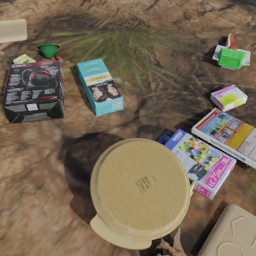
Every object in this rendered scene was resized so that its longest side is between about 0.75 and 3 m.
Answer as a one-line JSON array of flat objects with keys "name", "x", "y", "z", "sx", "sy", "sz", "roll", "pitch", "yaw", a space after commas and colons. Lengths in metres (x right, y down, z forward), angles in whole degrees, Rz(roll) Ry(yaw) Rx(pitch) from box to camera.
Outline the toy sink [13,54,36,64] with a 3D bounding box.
[{"name": "toy sink", "x": -4.434, "y": -2.722, "z": 11.930, "sx": 0.961, "sy": 0.539, "sz": 0.627, "roll": 33, "pitch": 56, "yaw": 26}]

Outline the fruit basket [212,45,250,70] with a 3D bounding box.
[{"name": "fruit basket", "x": 4.579, "y": -3.174, "z": 12.355, "sx": 1.518, "sy": 0.768, "sz": 1.639, "roll": 16, "pitch": 35, "yaw": 14}]

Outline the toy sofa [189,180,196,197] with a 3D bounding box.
[{"name": "toy sofa", "x": 1.110, "y": 1.617, "z": 8.095, "sx": 1.506, "sy": 0.735, "sz": 0.624, "roll": 25, "pitch": 28, "yaw": 21}]

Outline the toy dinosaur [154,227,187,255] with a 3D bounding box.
[{"name": "toy dinosaur", "x": 1.159, "y": 3.289, "z": 6.470, "sx": 1.258, "sy": 0.796, "sz": 1.855, "roll": 25, "pitch": 36, "yaw": 8}]

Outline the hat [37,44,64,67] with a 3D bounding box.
[{"name": "hat", "x": -3.497, "y": -3.142, "z": 12.573, "sx": 1.000, "sy": 1.063, "sz": 1.207, "roll": -8, "pitch": 6, "yaw": -19}]

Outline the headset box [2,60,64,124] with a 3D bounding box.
[{"name": "headset box", "x": -3.433, "y": -1.501, "z": 10.532, "sx": 1.950, "sy": 0.984, "sz": 2.624, "roll": -7, "pitch": 49, "yaw": -6}]

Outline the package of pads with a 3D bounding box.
[{"name": "package of pads", "x": 3.814, "y": -1.127, "z": 10.560, "sx": 1.082, "sy": 0.369, "sz": 0.836, "roll": -23, "pitch": 51, "yaw": -12}]

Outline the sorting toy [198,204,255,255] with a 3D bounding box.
[{"name": "sorting toy", "x": 3.025, "y": 3.087, "z": 6.907, "sx": 2.031, "sy": 0.370, "sz": 1.880, "roll": 27, "pitch": 54, "yaw": 28}]

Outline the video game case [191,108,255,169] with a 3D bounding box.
[{"name": "video game case", "x": 3.591, "y": 0.307, "z": 9.187, "sx": 2.532, "sy": 0.221, "sz": 1.810, "roll": 33, "pitch": 43, "yaw": 25}]

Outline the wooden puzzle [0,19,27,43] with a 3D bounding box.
[{"name": "wooden puzzle", "x": -5.848, "y": -4.815, "z": 14.001, "sx": 1.537, "sy": 0.309, "sz": 1.662, "roll": -11, "pitch": 54, "yaw": -10}]

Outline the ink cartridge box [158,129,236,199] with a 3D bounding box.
[{"name": "ink cartridge box", "x": 1.891, "y": 0.943, "z": 8.715, "sx": 2.439, "sy": 0.512, "sz": 1.455, "roll": 30, "pitch": 54, "yaw": 26}]

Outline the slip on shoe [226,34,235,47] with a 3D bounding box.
[{"name": "slip on shoe", "x": 4.885, "y": -4.154, "z": 13.334, "sx": 0.336, "sy": 0.407, "sz": 1.099, "roll": 20, "pitch": 46, "yaw": 11}]

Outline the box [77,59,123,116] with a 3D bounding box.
[{"name": "box", "x": -1.127, "y": -1.645, "z": 10.901, "sx": 1.069, "sy": 0.638, "sz": 2.597, "roll": -16, "pitch": 50, "yaw": -14}]

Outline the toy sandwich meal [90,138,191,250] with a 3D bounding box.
[{"name": "toy sandwich meal", "x": 0.286, "y": 1.656, "z": 7.286, "sx": 2.882, "sy": 0.987, "sz": 2.882, "roll": 5, "pitch": 64, "yaw": -10}]
